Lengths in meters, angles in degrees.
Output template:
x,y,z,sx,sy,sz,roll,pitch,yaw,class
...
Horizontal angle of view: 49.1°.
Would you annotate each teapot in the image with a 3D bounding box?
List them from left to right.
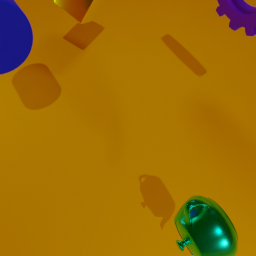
x,y,z,sx,sy,sz,roll,pitch,yaw,class
0.987,1.443,3.784,0.715,1.460,0.908,-27,35,-11,teapot

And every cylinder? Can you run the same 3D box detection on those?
x,y,z,sx,sy,sz,roll,pitch,yaw,class
-2.157,-1.557,4.201,1.150,1.150,1.150,-27,49,-15,cylinder

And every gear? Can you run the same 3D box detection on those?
x,y,z,sx,sy,sz,roll,pitch,yaw,class
2.234,-2.619,5.149,0.330,1.786,1.786,-32,64,-13,gear

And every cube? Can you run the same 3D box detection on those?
x,y,z,sx,sy,sz,roll,pitch,yaw,class
-1.183,-3.360,7.208,0.892,0.892,0.892,37,30,-4,cube
